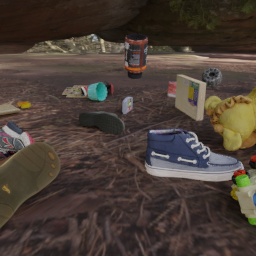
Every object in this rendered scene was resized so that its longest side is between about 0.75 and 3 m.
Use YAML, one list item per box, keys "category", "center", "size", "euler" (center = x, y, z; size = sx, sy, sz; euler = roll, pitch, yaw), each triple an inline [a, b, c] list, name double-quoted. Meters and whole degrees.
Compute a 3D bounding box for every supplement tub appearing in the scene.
- category: "supplement tub"
  center: [0.287, -2.685, 10.655]
  size: [0.853, 1.594, 0.853]
  euler: [1, 36, -1]

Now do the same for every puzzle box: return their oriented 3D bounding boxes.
- category: "puzzle box"
  center: [2.514, -1.303, 11.522]
  size: [0.282, 1.475, 2.217]
  euler: [-4, 20, -13]

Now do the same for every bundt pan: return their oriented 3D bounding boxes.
- category: "bundt pan"
  center: [3.296, -2.048, 11.013]
  size: [0.812, 0.812, 0.305]
  euler: [8, -23, 23]

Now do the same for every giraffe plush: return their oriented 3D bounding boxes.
- category: "giraffe plush"
  center: [3.589, -0.292, 7.795]
  size: [2.415, 2.978, 2.569]
  euler: [-27, 16, 12]

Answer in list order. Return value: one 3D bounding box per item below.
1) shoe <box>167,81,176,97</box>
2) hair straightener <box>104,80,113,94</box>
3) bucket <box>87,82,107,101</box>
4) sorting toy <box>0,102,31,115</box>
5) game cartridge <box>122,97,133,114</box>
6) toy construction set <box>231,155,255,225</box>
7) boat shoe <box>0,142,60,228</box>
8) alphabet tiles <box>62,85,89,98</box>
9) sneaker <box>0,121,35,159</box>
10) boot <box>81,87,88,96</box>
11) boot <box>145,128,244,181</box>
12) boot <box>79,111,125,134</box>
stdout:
- category: "shoe"
  center: [2.855, -1.965, 14.445]
  size: [1.748, 0.795, 0.625]
  euler: [13, 23, 33]
- category: "hair straightener"
  center: [-1.448, -2.394, 15.976]
  size: [1.139, 0.606, 2.961]
  euler: [-2, 19, -5]
- category: "bucket"
  center: [-1.515, -1.775, 13.783]
  size: [0.601, 0.924, 0.924]
  euler: [1, 16, 35]
- category: "sorting toy"
  center: [-5.170, -0.731, 11.727]
  size: [2.297, 0.308, 1.712]
  euler: [-14, 19, -35]
- category: "game cartridge"
  center: [-0.009, -1.002, 11.936]
  size: [0.190, 0.617, 0.927]
  euler: [4, 20, 20]
- category: "toy construction set"
  center: [2.906, 1.051, 5.216]
  size: [2.430, 1.119, 1.593]
  euler: [-5, -6, -37]
- category: "boat shoe"
  center: [-2.553, 1.276, 5.040]
  size: [0.995, 1.060, 2.945]
  euler: [-27, 6, 42]
- category: "alphabet tiles"
  center: [-2.499, -2.000, 15.252]
  size: [1.967, 0.062, 1.637]
  euler: [1, 29, 4]
- category: "sneaker"
  center: [-2.825, 0.576, 7.248]
  size: [0.846, 0.913, 2.265]
  euler: [-44, 39, -22]
- category: "boot"
  center: [-2.041, -1.969, 14.749]
  size: [0.768, 0.386, 1.065]
  euler: [-7, 26, -14]
- category: "boot"
  center: [1.581, 0.589, 6.633]
  size: [2.344, 1.059, 0.853]
  euler: [1, 19, 2]
- category: "boot"
  center: [-0.699, -0.333, 10.066]
  size: [1.926, 0.652, 1.258]
  euler: [14, 18, 31]
